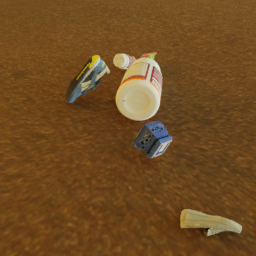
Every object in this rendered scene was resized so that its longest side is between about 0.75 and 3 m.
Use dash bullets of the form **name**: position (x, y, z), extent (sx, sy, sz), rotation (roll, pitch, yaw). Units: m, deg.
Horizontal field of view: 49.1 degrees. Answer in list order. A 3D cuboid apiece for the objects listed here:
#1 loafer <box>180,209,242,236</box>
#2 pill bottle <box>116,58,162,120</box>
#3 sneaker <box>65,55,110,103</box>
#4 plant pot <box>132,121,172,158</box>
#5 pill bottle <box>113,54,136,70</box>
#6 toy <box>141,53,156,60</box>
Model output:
- **loafer**: position (1.796, 2.139, 6.134), extent (1.314, 0.459, 0.458), rotation (10, 69, 10)
- **pill bottle**: position (0.461, -1.425, 9.458), extent (1.370, 1.370, 2.501), rotation (6, 33, 7)
- **sneaker**: position (-1.426, -1.553, 9.745), extent (1.972, 0.811, 0.729), rotation (-46, 38, 13)
- **plant pot**: position (0.698, 0.341, 7.581), extent (0.771, 0.771, 0.693), rotation (-11, 50, -50)
- **pill bottle**: position (-0.124, -2.663, 11.276), extent (0.597, 0.597, 1.046), rotation (21, 14, 23)
- **toy**: position (0.723, -2.940, 11.731), extent (0.988, 0.233, 0.569), rotation (17, 74, 56)
